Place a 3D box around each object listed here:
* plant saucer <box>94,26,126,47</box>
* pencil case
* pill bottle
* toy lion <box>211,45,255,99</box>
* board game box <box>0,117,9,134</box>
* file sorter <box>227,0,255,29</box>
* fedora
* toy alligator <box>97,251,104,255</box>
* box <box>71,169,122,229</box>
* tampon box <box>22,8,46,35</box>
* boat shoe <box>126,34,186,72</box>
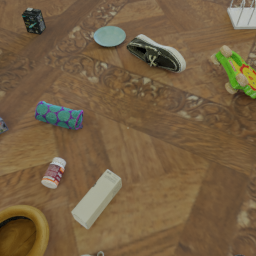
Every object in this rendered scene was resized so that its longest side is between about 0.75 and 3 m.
[{"bbox_3d":[-0.798,-3.937,12.257,1.393,0.268,1.393,0,54,0],"label":"plant saucer"},{"bbox_3d":[-2.327,-0.438,9.548,1.626,0.692,0.751,14,38,11],"label":"pencil case"},{"bbox_3d":[-2.214,1.346,8.440,0.478,0.478,0.837,13,57,9],"label":"pill bottle"},{"bbox_3d":[4.180,-1.984,10.268,1.907,0.683,1.990,-4,65,-37],"label":"toy lion"},{"bbox_3d":[-5.555,-0.060,9.312,2.114,0.652,2.112,37,62,22],"label":"board game box"},{"bbox_3d":[5.918,-5.500,12.697,2.163,1.347,1.501,-1,55,-1],"label":"file sorter"},{"bbox_3d":[-2.853,2.945,7.139,1.922,0.784,1.922,-3,59,5],"label":"fedora"},{"bbox_3d":[-1.092,3.568,6.995,0.415,0.301,1.252,35,62,22],"label":"toy alligator"},{"bbox_3d":[-0.844,1.989,7.898,0.539,0.648,1.577,31,59,20],"label":"box"},{"bbox_3d":[-4.160,-4.731,12.418,0.677,0.904,0.570,15,56,10],"label":"tampon box"},{"bbox_3d":[1.055,-2.821,11.132,0.853,0.947,2.679,-38,55,-24],"label":"boat shoe"}]
